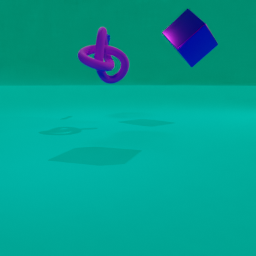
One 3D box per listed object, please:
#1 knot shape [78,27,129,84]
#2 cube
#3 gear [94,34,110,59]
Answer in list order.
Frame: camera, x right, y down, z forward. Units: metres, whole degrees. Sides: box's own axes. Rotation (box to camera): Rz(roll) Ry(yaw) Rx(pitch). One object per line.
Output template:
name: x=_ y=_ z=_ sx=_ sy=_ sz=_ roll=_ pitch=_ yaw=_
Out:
knot shape: x=-0.762 y=-2.056 z=8.177 sx=0.760 sy=1.644 sz=1.538 roll=-17 pitch=10 yaw=38
cube: x=2.172 y=-3.141 z=9.833 sx=1.200 sy=1.200 sz=1.200 roll=31 pitch=24 yaw=-47
gear: x=-1.031 y=-3.201 z=11.150 sx=0.201 sy=1.088 sz=1.088 roll=26 pitch=11 yaw=0
